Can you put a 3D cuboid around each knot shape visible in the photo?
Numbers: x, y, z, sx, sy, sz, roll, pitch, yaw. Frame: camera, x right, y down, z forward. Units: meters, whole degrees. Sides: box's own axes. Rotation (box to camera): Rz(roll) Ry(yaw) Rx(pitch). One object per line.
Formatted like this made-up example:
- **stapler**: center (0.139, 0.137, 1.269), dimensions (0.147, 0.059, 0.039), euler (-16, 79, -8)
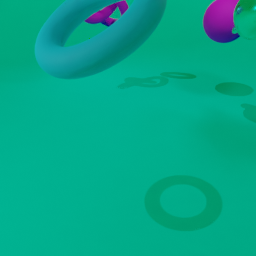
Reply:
- **knot shape**: center (-0.755, -3.769, 8.328), dimensions (1.829, 1.955, 0.903), euler (-10, 61, -27)

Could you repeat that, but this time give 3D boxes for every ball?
- **ball**: center (2.843, -3.138, 8.166), dimensions (1.273, 1.273, 1.273), euler (0, 30, 0)

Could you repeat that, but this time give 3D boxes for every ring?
- **ring**: center (-0.292, -1.013, 2.658), dimensions (1.381, 0.276, 1.381), euler (-17, 48, 20)

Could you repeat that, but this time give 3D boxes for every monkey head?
- **monkey head**: center (2.967, -2.618, 6.001), dimensions (1.201, 1.434, 1.993), euler (22, -2, 7)
